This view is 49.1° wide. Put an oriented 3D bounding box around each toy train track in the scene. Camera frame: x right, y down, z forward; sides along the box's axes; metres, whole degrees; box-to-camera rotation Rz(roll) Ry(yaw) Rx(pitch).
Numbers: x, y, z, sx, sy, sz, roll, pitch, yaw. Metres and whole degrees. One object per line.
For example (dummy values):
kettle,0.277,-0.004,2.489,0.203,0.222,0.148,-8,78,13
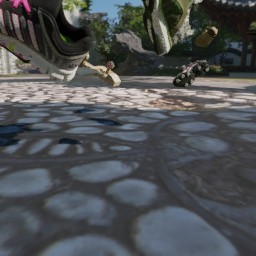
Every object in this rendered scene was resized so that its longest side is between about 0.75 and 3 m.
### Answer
toy train track,-1.244,-1.899,7.369,2.574,0.419,1.476,33,26,17

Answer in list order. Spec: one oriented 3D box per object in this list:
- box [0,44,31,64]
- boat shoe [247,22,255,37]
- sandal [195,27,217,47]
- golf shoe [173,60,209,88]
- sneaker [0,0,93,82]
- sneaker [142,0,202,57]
box,-3.955,-3.554,8.782,0.574,2.591,2.076,-28,-9,4
boat shoe,3.639,-2.484,7.420,0.440,0.405,1.231,18,22,-28
sandal,2.749,-3.163,9.550,0.389,0.433,1.182,-47,5,-14
golf shoe,1.248,-1.102,5.734,0.825,0.318,0.363,-30,31,-3
sneaker,-1.352,-1.532,3.651,0.979,0.826,2.239,-33,-48,29
sneaker,0.726,-2.180,4.558,0.965,0.837,2.178,-21,-27,-2
